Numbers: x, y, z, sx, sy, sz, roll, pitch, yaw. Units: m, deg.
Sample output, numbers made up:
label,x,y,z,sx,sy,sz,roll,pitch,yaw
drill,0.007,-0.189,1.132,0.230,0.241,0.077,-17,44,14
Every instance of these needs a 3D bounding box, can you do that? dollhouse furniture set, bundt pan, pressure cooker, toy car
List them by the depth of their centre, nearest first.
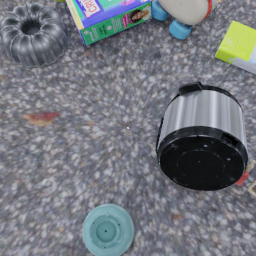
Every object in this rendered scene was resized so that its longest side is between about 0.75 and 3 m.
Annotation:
label,x,y,z,sx,sy,sz,roll,pitch,yaw
pressure cooker,2.309,0.149,8.642,2.590,2.550,2.899,21,45,-2
dollhouse furniture set,4.055,2.100,8.671,2.797,1.137,1.505,39,33,17
bundt pan,-3.693,-3.763,10.950,2.736,1.027,2.736,0,71,-1
toy car,2.638,-5.310,11.109,2.352,2.451,2.659,46,50,12

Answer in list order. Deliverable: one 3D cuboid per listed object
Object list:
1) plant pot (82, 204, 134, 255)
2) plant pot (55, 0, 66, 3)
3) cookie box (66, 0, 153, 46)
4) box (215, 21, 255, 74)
label,x,y,z,sx,sy,sz,roll,pitch,yaw
plant pot,-0.643,3.170,8.613,1.683,1.127,1.683,0,72,1
plant pot,-2.782,-6.209,11.549,1.306,1.396,1.306,0,72,0
cookie box,-0.859,-4.994,11.090,2.940,1.105,2.515,-24,70,-1
box,4.895,-2.992,10.904,2.528,0.603,1.542,27,74,8
